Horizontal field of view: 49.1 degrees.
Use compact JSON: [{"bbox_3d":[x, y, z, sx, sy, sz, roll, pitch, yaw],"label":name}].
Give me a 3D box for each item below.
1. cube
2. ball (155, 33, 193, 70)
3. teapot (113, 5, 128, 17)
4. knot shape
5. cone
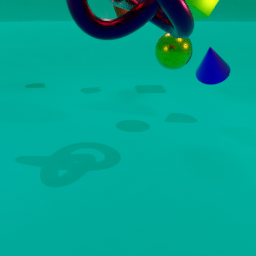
[{"bbox_3d":[2.422,-4.417,9.519,1.001,1.001,1.001,28,9,-17],"label":"cube"},{"bbox_3d":[1.077,-1.825,6.602,0.884,0.884,0.884,0,23,0],"label":"ball"},{"bbox_3d":[-0.097,-4.049,9.568,0.672,0.854,1.373,-23,-5,1],"label":"teapot"},{"bbox_3d":[0.239,-2.017,3.980,2.085,0.964,1.951,6,-14,-23],"label":"knot shape"},{"bbox_3d":[2.153,-1.754,7.216,0.911,0.914,0.911,-10,55,15],"label":"cone"}]
